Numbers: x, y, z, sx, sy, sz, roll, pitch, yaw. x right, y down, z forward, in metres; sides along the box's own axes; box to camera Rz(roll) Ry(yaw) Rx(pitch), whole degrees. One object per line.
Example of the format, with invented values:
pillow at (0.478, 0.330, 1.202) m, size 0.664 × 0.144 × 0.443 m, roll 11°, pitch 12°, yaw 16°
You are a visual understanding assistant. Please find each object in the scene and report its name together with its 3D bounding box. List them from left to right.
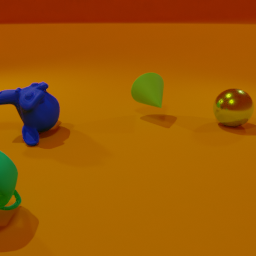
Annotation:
teapot at (-1.923, 0.584, 3.757) m, size 0.915 × 1.472 × 0.721 m, roll -10°, pitch 32°, yaw 29°
monkey head at (-2.294, -0.437, 6.554) m, size 1.321 × 1.107 × 1.836 m, roll -3°, pitch 36°, yaw 1°
cone at (0.679, -0.790, 7.301) m, size 0.964 × 0.964 × 0.968 m, roll -7°, pitch 40°, yaw -17°
ball at (2.636, -0.507, 7.032) m, size 0.964 × 0.964 × 0.964 m, roll 0°, pitch 22°, yaw 0°
